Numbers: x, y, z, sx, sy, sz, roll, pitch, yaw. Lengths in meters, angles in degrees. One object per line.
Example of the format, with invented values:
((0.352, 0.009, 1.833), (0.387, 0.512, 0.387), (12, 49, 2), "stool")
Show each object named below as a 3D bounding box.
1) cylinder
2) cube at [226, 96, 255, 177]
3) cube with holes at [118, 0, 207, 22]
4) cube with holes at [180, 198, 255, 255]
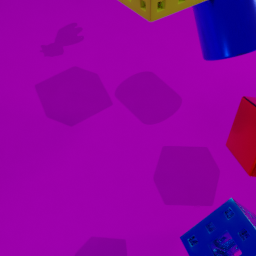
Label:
((1.968, -2.083, 5.462), (1.232, 1.232, 1.232), (-20, 108, -8), "cylinder")
((2.610, 0.167, 5.035), (1.094, 1.094, 1.094), (6, 26, -7), "cube")
((0.497, -2.686, 4.434), (1.237, 1.237, 1.237), (-28, 53, -19), "cube with holes")
((1.234, 1.418, 3.154), (0.769, 0.769, 0.769), (-43, 42, 13), "cube with holes")
